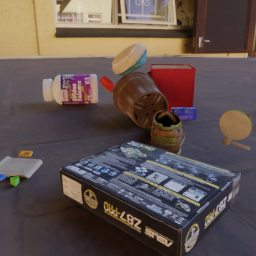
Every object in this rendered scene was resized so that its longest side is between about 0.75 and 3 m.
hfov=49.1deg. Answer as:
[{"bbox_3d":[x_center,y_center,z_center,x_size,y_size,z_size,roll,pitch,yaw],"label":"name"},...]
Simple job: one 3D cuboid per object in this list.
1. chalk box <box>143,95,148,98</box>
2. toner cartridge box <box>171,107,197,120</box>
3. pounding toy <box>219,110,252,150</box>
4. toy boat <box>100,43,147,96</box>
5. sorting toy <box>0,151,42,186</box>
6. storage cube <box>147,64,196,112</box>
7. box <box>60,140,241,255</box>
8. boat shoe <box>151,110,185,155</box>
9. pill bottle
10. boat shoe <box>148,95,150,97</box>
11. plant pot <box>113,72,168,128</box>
[{"bbox_3d":[0.148,-1.579,13.085,1.559,0.966,0.973,0,17,6],"label":"chalk box"},{"bbox_3d":[2.161,-0.556,10.857,0.956,0.454,0.206,-1,17,-4],"label":"toner cartridge box"},{"bbox_3d":[2.682,-0.037,6.822,0.757,0.981,0.455,11,30,40],"label":"pounding toy"},{"bbox_3d":[-0.159,-2.527,12.448,2.534,1.177,2.130,-55,22,-16],"label":"toy boat"},{"bbox_3d":[-2.625,0.966,6.670,0.922,0.223,1.637,6,19,5],"label":"sorting toy"},{"bbox_3d":[1.878,-1.825,12.452,2.073,1.863,1.772,0,18,3],"label":"storage cube"},{"bbox_3d":[0.402,1.095,5.514,2.802,0.688,2.259,15,25,38],"label":"box"},{"bbox_3d":[1.224,-0.024,8.343,1.074,1.015,2.984,1,18,4],"label":"boat shoe"},{"bbox_3d":[-2.679,-1.822,13.218,2.465,1.384,1.384,-3,19,-7],"label":"pill bottle"},{"bbox_3d":[1.552,-2.021,14.333,2.937,1.061,1.063,-4,17,-13],"label":"boat shoe"},{"bbox_3d":[0.516,-0.973,10.333,1.810,1.810,1.792,-5,27,-15],"label":"plant pot"}]
